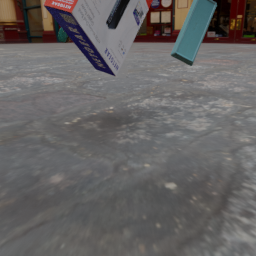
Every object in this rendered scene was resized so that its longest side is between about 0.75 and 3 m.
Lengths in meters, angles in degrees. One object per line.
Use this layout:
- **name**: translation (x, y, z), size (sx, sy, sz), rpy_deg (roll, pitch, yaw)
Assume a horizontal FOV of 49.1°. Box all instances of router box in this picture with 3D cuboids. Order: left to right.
- **router box**: translation (-0.435, -3.003, 6.637), size (0.703, 2.581, 2.876), rpy_deg (22, -7, 19)

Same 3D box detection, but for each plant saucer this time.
- **plant saucer**: translation (2.367, -3.496, 9.849), size (0.887, 2.538, 0.241), rpy_deg (25, -8, -10)

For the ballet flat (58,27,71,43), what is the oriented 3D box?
- **ballet flat**: translation (-1.326, -2.711, 6.921), size (0.465, 1.372, 0.496), rpy_deg (39, 41, 6)
